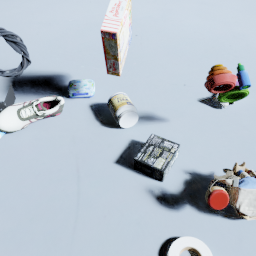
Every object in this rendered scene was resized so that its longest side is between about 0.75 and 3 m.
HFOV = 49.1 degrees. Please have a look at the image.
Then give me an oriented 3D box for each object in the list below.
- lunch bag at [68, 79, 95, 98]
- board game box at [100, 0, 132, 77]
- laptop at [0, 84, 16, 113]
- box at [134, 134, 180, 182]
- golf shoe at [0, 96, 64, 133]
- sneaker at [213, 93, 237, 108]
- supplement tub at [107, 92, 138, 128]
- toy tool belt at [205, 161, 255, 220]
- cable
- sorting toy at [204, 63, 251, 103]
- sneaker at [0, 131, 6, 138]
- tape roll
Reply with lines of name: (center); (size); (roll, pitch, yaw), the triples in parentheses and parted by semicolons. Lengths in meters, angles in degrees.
lunch bag: (-2.169, -1.823, 13.061); (1.243, 0.513, 0.999); (-3, 43, -4)
board game box: (-0.349, -3.400, 10.218); (0.595, 2.571, 1.947); (13, 69, 6)
laptop: (-5.257, -0.992, 11.506); (1.369, 1.282, 0.794); (-22, 73, -20)
box: (1.042, 1.029, 10.020); (1.180, 0.621, 1.441); (21, 48, 20)
golf shoe: (-3.880, -0.702, 11.117); (2.798, 1.232, 1.080); (-25, 91, -25)
sneaker: (4.694, -1.441, 12.655); (1.824, 0.685, 0.739); (-29, 64, -24)
supplement tub: (-0.205, -0.741, 11.607); (0.978, 0.978, 1.355); (-16, 47, -16)
toy tool belt: (3.523, 1.911, 8.704); (2.648, 1.654, 1.628); (0, 12, -4)
cable: (-3.844, -2.287, 8.538); (1.797, 1.466, 0.456); (7, 16, -37)
sorting toy: (3.335, -1.572, 9.277); (1.265, 2.106, 0.864); (-19, 68, 34)
sneaker: (-5.461, -0.051, 11.289); (1.442, 0.565, 0.649); (31, 43, 17)
tape roll: (1.698, 3.597, 7.647); (1.236, 0.226, 1.236); (-1, 44, 1)
